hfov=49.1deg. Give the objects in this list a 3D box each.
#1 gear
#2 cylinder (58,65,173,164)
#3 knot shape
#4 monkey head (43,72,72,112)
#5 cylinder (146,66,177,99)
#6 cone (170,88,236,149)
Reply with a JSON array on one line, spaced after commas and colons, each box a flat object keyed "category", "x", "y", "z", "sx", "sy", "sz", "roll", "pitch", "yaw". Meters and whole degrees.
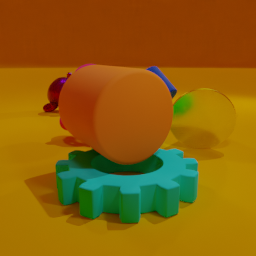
[{"category": "gear", "x": -0.012, "y": 0.636, "z": 3.933, "sx": 1.925, "sy": 0.356, "sz": 1.925, "roll": 0, "pitch": 13, "yaw": 0}, {"category": "cylinder", "x": -0.214, "y": -0.259, "z": 4.125, "sx": 1.269, "sy": 1.269, "sz": 1.269, "roll": -8, "pitch": 17, "yaw": -31}, {"category": "knot shape", "x": -0.842, "y": -0.494, "z": 6.267, "sx": 1.592, "sy": 1.701, "sz": 0.786, "roll": -32, "pitch": -17, "yaw": 1}, {"category": "monkey head", "x": -2.128, "y": -1.102, "z": 9.670, "sx": 1.252, "sy": 1.741, "sz": 1.049, "roll": 48, "pitch": 25, "yaw": 10}, {"category": "cylinder", "x": 0.723, "y": -1.066, "z": 7.716, "sx": 0.907, "sy": 0.907, "sz": 0.907, "roll": 53, "pitch": 35, "yaw": 15}, {"category": "cone", "x": 1.509, "y": -0.413, "z": 5.910, "sx": 1.258, "sy": 1.258, "sz": 1.263, "roll": 2, "pitch": 26, "yaw": 9}]
